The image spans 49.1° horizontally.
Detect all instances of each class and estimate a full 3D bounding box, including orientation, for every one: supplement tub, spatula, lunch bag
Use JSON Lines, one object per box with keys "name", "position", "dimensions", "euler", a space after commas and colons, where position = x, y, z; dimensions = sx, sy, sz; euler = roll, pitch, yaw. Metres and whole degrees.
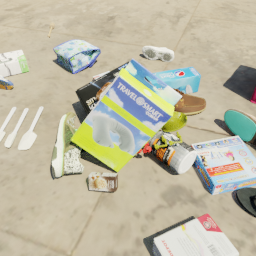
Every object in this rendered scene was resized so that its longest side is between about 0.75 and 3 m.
{"name": "supplement tub", "position": [1.323, 0.693, 8.912], "dimensions": [0.929, 0.929, 1.517], "euler": [-31, 49, -30]}
{"name": "spatula", "position": [-4.014, -0.053, 10.350], "dimensions": [1.600, 0.185, 2.302], "euler": [-2, 41, 7]}
{"name": "lunch bag", "position": [-2.414, -3.590, 13.556], "dimensions": [1.769, 1.127, 1.504], "euler": [-38, 53, -22]}

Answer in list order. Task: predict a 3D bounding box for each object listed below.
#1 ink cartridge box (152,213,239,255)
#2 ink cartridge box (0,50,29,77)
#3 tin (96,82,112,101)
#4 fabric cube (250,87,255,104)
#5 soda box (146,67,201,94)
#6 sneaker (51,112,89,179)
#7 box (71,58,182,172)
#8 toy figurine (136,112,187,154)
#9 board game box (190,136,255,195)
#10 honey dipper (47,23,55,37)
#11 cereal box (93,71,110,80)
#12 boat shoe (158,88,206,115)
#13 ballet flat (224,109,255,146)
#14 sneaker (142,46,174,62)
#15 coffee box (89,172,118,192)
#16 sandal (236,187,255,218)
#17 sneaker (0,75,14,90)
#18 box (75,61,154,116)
{"name": "ink cartridge box", "position": [1.532, 2.923, 6.604], "dimensions": [1.607, 0.665, 1.171], "euler": [-17, 45, -18]}
{"name": "ink cartridge box", "position": [-5.651, -3.026, 13.253], "dimensions": [1.591, 0.668, 1.158], "euler": [-18, 45, -19]}
{"name": "tin", "position": [-0.736, -1.191, 9.435], "dimensions": [0.166, 0.445, 0.795], "euler": [29, 71, 35]}
{"name": "fabric cube", "position": [6.718, -2.163, 10.927], "dimensions": [2.472, 2.511, 2.520], "euler": [26, 48, 27]}
{"name": "soda box", "position": [1.726, -1.862, 11.810], "dimensions": [2.522, 0.855, 0.809], "euler": [-11, 43, -12]}
{"name": "sneaker", "position": [-1.776, 0.552, 9.216], "dimensions": [1.163, 1.010, 2.625], "euler": [7, 47, -9]}
{"name": "box", "position": [-0.106, -0.234, 8.020], "dimensions": [1.829, 2.999, 0.715], "euler": [36, 31, -9]}
{"name": "toy figurine", "position": [0.328, -0.212, 8.687], "dimensions": [2.583, 1.548, 1.363], "euler": [-14, 39, 33]}
{"name": "board game box", "position": [3.066, 1.107, 8.773], "dimensions": [1.745, 0.488, 1.709], "euler": [-9, 43, -10]}
{"name": "honey dipper", "position": [-4.590, -5.823, 16.692], "dimensions": [0.301, 0.301, 1.584], "euler": [-3, 44, -3]}
{"name": "cereal box", "position": [-0.875, -2.056, 12.486], "dimensions": [0.907, 0.249, 1.261], "euler": [-25, 47, -25]}
{"name": "boat shoe", "position": [1.852, -1.078, 10.954], "dimensions": [2.458, 0.830, 0.885], "euler": [5, 42, 5]}
{"name": "ballet flat", "position": [4.531, 0.221, 9.639], "dimensions": [0.909, 0.921, 2.704], "euler": [-9, 43, -42]}
{"name": "sneaker", "position": [1.552, -3.835, 14.288], "dimensions": [1.683, 0.656, 0.836], "euler": [17, 37, 5]}
{"name": "coffee box", "position": [-0.712, 1.564, 8.165], "dimensions": [0.803, 0.459, 0.320], "euler": [1, 11, 11]}
{"name": "sandal", "position": [4.096, 2.245, 7.429], "dimensions": [2.421, 0.579, 0.910], "euler": [32, 51, 31]}
{"name": "sneaker", "position": [-5.578, -2.093, 12.331], "dimensions": [1.381, 0.520, 0.609], "euler": [13, 44, 13]}
{"name": "box", "position": [-0.413, -1.071, 10.267], "dimensions": [2.464, 1.061, 2.018], "euler": [-29, 47, -4]}
